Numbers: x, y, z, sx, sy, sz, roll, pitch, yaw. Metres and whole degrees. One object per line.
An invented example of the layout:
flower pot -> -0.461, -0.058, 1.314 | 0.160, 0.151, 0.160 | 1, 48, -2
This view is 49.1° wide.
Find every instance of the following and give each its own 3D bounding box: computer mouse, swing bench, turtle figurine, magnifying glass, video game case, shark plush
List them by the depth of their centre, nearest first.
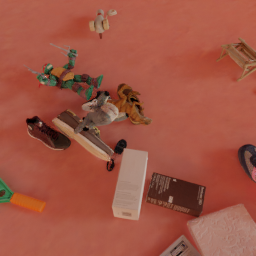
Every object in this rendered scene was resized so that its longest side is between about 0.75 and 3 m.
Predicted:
video game case -> 1.397, 4.265, 7.525 | 2.021, 0.222, 1.842 | -33, 63, -21
shark plush -> -1.047, -0.290, 8.090 | 2.199, 0.999, 0.916 | -9, 37, 41
magnifying glass -> -3.904, 2.117, 8.884 | 2.704, 0.303, 1.076 | 15, 58, 9
computer mouse -> -0.402, 0.944, 9.726 | 0.376, 0.218, 1.283 | 29, 66, 3
turtle figurine -> -2.486, -2.135, 11.000 | 2.749, 1.384, 2.058 | 25, 64, 4
swing bench -> 4.819, -2.967, 11.795 | 1.465, 0.950, 1.457 | -26, 60, -16

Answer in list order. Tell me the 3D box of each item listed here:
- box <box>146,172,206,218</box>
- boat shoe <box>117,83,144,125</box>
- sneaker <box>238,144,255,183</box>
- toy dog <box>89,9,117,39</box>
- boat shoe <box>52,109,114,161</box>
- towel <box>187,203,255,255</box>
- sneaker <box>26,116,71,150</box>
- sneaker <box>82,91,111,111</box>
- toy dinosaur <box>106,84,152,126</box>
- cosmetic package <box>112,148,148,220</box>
box -> 1.474, 2.073, 8.711 | 1.706, 0.639, 0.854 | 14, 58, 7
boat shoe -> 0.118, -1.049, 10.711 | 0.700, 0.657, 1.944 | -19, 59, -12
sneaker -> 4.552, 1.522, 8.732 | 0.999, 1.168, 2.847 | -19, 59, -12
toy dog -> -1.279, -4.892, 13.263 | 1.208, 0.882, 1.832 | 11, 44, 16
boat shoe -> -1.476, 0.189, 9.766 | 2.650, 0.952, 0.789 | 31, 65, 25
towel -> 2.910, 3.237, 8.035 | 1.884, 0.304, 1.800 | -14, 52, -10
sneaker -> -2.854, 0.135, 9.726 | 1.760, 1.017, 0.666 | 20, 59, 12
sneaker -> -1.266, -1.080, 10.906 | 1.217, 0.445, 0.681 | -13, 55, -18
toy dinosaur -> -0.248, -0.852, 9.942 | 2.473, 0.747, 1.314 | 22, 83, 24
cosmetic package -> 0.103, 1.727, 8.689 | 0.815, 1.034, 1.921 | 6, 56, 6
